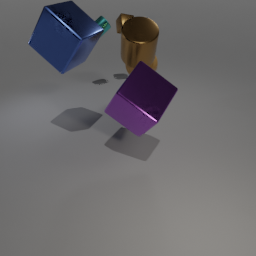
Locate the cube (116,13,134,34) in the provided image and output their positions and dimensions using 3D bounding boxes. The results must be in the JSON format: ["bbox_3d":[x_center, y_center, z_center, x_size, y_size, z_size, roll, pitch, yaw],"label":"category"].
[{"bbox_3d":[-0.134,-5.108,13.802,0.700,0.700,0.700,-1,-11,-25],"label":"cube"}]

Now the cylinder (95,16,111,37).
[{"bbox_3d":[-1.272,-4.676,12.931,0.700,0.700,0.700,-43,39,-1],"label":"cylinder"}]

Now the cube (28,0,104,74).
[{"bbox_3d":[-1.873,-2.786,8.566,1.400,1.400,1.400,42,38,-2],"label":"cube"}]

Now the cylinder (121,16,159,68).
[{"bbox_3d":[0.421,-3.260,10.774,1.400,1.400,1.400,1,62,-2],"label":"cylinder"}]

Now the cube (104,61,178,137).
[{"bbox_3d":[0.362,-0.824,8.402,1.400,1.400,1.400,36,64,-5],"label":"cube"}]

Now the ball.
[{"bbox_3d":[0.582,-2.787,12.139,1.400,1.400,1.400,0,30,0],"label":"ball"}]
